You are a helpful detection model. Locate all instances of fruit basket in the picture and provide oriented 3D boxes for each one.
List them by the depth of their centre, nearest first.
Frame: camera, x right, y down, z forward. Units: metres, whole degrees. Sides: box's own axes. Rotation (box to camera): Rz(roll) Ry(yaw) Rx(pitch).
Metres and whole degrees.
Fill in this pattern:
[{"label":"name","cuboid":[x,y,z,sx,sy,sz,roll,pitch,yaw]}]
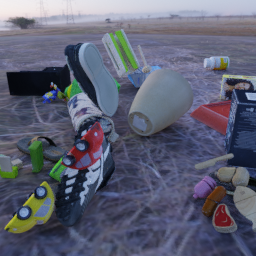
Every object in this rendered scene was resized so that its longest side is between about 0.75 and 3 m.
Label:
[{"label":"fruit basket","cuboid":[-1.781,-1.612,12.034,2.350,1.695,2.350,12,33,-8]}]

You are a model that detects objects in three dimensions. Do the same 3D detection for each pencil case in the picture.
[{"label":"pencil case","cuboid":[-1.292,-0.348,9.419,1.287,1.120,2.878,38,6,-27]}]

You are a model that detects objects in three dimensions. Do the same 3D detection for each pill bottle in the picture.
[{"label":"pill bottle","cuboid":[6.161,-4.524,19.546,1.564,0.869,0.869,-1,23,-1]}]

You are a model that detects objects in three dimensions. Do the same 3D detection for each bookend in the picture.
[{"label":"bookend","cuboid":[-4.501,-2.607,14.652,2.566,1.190,2.583,0,23,0]}]

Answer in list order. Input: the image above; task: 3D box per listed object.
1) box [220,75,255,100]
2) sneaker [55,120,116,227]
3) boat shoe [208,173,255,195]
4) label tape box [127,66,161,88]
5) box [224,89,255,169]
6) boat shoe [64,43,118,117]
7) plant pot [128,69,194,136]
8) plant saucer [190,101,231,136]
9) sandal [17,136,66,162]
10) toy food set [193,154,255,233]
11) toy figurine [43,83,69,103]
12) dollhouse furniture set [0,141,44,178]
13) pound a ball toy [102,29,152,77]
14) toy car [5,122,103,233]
[{"label":"box","cuboid":[5.829,-1.764,12.820,2.973,1.119,0.745,6,22,16]},{"label":"sneaker","cuboid":[-0.803,1.069,6.358,0.879,1.196,2.644,-26,36,28]},{"label":"boat shoe","cuboid":[2.645,1.260,6.408,1.640,0.532,0.600,12,26,26]},{"label":"label tape box","cuboid":[0.684,-2.904,15.792,2.606,0.825,1.879,-4,23,-10]},{"label":"box","cuboid":[3.311,-0.003,7.708,0.979,1.828,1.357,6,24,13]},{"label":"boat shoe","cuboid":[-0.920,-1.267,7.562,0.719,2.384,0.901,12,51,28]},{"label":"plant pot","cuboid":[0.941,-0.701,9.697,1.965,1.965,2.098,14,43,30]},{"label":"plant saucer","cuboid":[4.320,-0.441,10.430,2.903,0.533,2.898,-9,25,-21]},{"label":"sandal","cuboid":[-2.481,0.525,8.168,1.846,0.504,0.754,15,28,32]},{"label":"toy food set","cuboid":[2.018,1.425,5.897,1.288,0.319,2.026,-21,30,18]},{"label":"toy figurine","cuboid":[-3.381,-1.325,12.703,0.938,0.826,1.565,-40,43,-12]},{"label":"dollhouse furniture set","cuboid":[-3.234,0.754,7.350,1.884,0.727,0.941,2,23,4]},{"label":"pound a ball toy","cuboid":[-0.051,-2.321,9.014,1.027,1.574,0.669,-26,1,-27]},{"label":"toy car","cuboid":[-1.391,0.999,6.174,0.586,2.626,2.471,41,-4,-7]}]
